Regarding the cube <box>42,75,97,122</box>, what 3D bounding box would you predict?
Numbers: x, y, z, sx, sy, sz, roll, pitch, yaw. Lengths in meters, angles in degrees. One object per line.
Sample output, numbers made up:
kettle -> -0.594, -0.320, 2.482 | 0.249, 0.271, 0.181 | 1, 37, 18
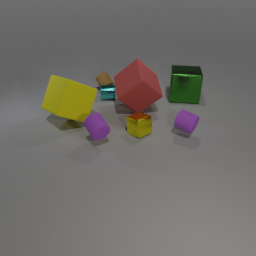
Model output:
cube -> -2.320, -1.149, 11.058 | 1.400, 1.400, 1.400 | 14, 5, -44

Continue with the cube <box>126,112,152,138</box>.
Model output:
cube -> 0.430, -0.134, 10.709 | 0.700, 0.700, 0.700 | -23, 29, -35

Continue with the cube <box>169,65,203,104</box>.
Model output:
cube -> 2.729, -2.097, 13.371 | 1.400, 1.400, 1.400 | 4, 30, 6

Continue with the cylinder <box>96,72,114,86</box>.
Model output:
cylinder -> -1.182, -2.363, 14.275 | 0.700, 0.700, 0.700 | -22, 74, -33

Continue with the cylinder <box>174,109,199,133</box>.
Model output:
cylinder -> 2.185, -0.253, 10.422 | 0.700, 0.700, 0.700 | 28, 39, 22

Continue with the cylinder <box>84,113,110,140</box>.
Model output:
cylinder -> -1.080, -0.053, 9.801 | 0.700, 0.700, 0.700 | -18, 54, -28

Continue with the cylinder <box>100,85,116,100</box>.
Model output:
cylinder -> -0.956, -1.723, 13.449 | 0.700, 0.700, 0.700 | -2, 31, -3

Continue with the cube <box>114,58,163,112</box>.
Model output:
cube -> 0.419, -1.769, 11.939 | 1.400, 1.400, 1.400 | -33, 46, 27
